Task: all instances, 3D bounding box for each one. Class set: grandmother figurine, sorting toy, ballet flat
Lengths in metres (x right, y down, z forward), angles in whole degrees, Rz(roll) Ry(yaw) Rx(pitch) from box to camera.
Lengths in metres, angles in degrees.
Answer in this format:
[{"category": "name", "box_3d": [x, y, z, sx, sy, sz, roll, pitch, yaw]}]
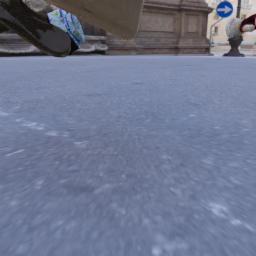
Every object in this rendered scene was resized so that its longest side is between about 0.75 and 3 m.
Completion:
[{"category": "grandmother figurine", "box_3d": [2.980, -2.395, 6.315, 1.117, 0.558, 1.841, -27, 18, -27]}, {"category": "sorting toy", "box_3d": [-0.898, -2.924, 5.646, 2.647, 0.522, 2.860, 25, -2, -3]}, {"category": "ballet flat", "box_3d": [-1.946, -1.975, 5.024, 2.125, 0.716, 0.493, 35, -18, -9]}]

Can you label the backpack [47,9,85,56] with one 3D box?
[{"category": "backpack", "box_3d": [-2.284, -3.692, 10.460, 1.045, 1.422, 1.301, -24, -12, 5]}]
